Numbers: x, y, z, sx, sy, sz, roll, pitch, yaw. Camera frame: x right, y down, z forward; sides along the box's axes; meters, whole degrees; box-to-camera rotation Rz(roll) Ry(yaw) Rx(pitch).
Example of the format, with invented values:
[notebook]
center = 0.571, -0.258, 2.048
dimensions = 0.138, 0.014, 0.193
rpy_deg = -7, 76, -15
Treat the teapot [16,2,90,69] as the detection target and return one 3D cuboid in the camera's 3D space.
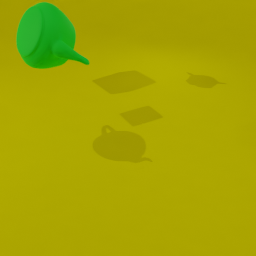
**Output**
[teapot]
center = -1.464, -1.678, 5.366
dimensions = 0.965, 1.226, 1.971
rpy_deg = 7, 26, -48
